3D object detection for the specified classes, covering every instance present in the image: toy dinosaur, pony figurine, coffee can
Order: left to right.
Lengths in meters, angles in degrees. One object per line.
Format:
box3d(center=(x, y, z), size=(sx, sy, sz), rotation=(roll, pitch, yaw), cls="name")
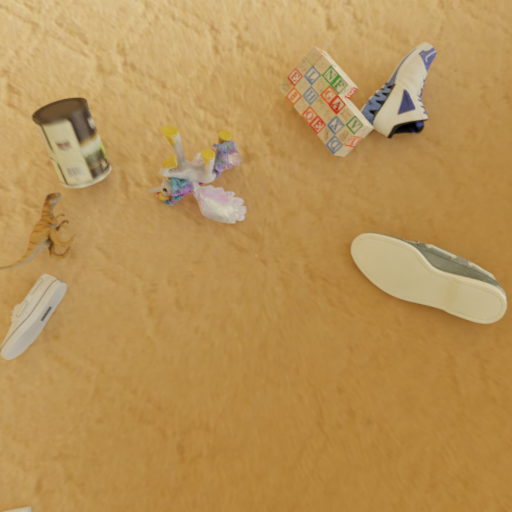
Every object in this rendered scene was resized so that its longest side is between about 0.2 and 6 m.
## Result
box3d(center=(-4.274, -0.285, 11.163), size=(1.084, 0.617, 2.041), rotation=(25, 61, -14), cls="toy dinosaur")
box3d(center=(-3.691, -2.275, 11.299), size=(1.095, 1.497, 1.095), rotation=(-8, 36, 6), cls="coffee can")
box3d(center=(-1.097, -1.682, 11.261), size=(2.039, 2.112, 1.759), rotation=(0, 66, -16), cls="pony figurine")

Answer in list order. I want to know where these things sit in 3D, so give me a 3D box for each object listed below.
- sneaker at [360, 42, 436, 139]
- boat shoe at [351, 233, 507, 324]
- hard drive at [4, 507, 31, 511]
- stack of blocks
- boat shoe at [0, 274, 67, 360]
box3d(center=(3.314, -3.369, 12.182), size=(1.291, 0.903, 2.235), rotation=(39, 85, 6), cls="sneaker")
box3d(center=(3.421, 0.318, 11.210), size=(3.126, 1.138, 0.966), rotation=(24, 32, 13), cls="boat shoe")
box3d(center=(-4.610, 5.014, 10.143), size=(1.051, 0.138, 0.693), rotation=(-10, 75, -2), cls="hard drive")
box3d(center=(1.557, -3.251, 11.857), size=(1.172, 0.596, 2.035), rotation=(-44, 72, 27), cls="stack of blocks")
box3d(center=(-4.480, 1.153, 10.971), size=(0.590, 0.646, 1.796), rotation=(28, 76, 10), cls="boat shoe")
